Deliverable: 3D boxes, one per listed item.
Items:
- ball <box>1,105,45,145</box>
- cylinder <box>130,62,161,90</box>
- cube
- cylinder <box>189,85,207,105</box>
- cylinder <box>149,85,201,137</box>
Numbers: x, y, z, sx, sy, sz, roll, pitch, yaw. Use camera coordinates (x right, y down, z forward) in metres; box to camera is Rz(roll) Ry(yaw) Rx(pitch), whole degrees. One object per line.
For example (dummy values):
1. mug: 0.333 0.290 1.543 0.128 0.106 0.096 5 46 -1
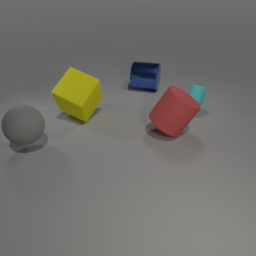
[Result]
1. ball: -3.576 -0.102 9.607 1.400 1.400 1.400 0 29 0
2. cylinder: 0.932 -2.745 14.789 1.400 1.400 1.400 8 30 13
3. cube: -2.037 -1.350 11.525 1.400 1.400 1.400 26 68 12
4. cylinder: 3.009 -1.440 12.275 0.700 0.700 0.700 20 -2 1
5. cylinder: 1.727 -0.629 10.440 1.400 1.400 1.400 29 26 -15
